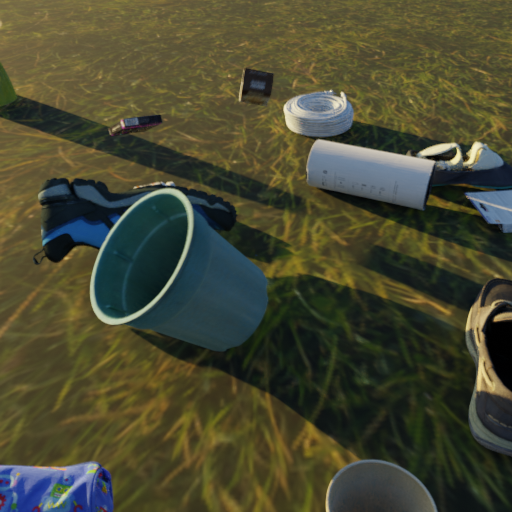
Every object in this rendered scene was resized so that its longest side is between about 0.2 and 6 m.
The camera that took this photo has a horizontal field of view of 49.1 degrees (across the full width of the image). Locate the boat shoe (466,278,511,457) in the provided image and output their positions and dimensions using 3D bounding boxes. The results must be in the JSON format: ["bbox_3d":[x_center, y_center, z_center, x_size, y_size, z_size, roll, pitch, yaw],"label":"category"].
[{"bbox_3d":[3.609,1.223,7.730,1.188,1.169,3.189,9,36,12],"label":"boat shoe"}]

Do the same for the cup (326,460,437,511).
[{"bbox_3d":[1.229,2.828,5.792,1.110,0.794,1.110,3,34,-2],"label":"cup"}]

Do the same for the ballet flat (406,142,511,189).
[{"bbox_3d":[4.596,-2.022,12.462,2.833,1.035,1.035,0,36,0],"label":"ballet flat"}]

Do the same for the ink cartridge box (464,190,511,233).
[{"bbox_3d":[5.106,-0.927,11.522,1.292,0.262,1.290,-3,36,-4],"label":"ink cartridge box"}]

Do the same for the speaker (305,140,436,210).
[{"bbox_3d":[2.447,-1.740,11.985,2.610,1.060,1.060,15,38,21],"label":"speaker"}]

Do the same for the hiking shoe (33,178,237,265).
[{"bbox_3d":[-2.119,-0.494,10.212,3.536,1.533,1.315,3,-2,-9],"label":"hiking shoe"}]

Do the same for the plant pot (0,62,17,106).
[{"bbox_3d":[-8.074,-5.401,16.673,1.456,1.556,1.456,0,36,0],"label":"plant pot"}]

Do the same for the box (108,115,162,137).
[{"bbox_3d":[-2.684,-2.877,12.365,0.858,0.217,1.200,-16,8,-29],"label":"box"}]

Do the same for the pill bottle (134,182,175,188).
[{"bbox_3d":[-2.136,-1.288,11.841,0.848,0.493,0.493,-15,38,-20],"label":"pill bottle"}]

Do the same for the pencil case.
[{"bbox_3d":[-2.567,2.648,6.043,2.023,0.789,0.878,1,61,-1],"label":"pencil case"}]

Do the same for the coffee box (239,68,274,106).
[{"bbox_3d":[-0.008,-3.089,10.317,0.558,0.389,0.975,8,2,-3],"label":"coffee box"}]

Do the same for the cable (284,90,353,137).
[{"bbox_3d":[1.697,-3.865,15.311,1.895,0.656,1.894,-5,37,-5],"label":"cable"}]

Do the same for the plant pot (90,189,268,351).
[{"bbox_3d":[-0.949,0.382,7.932,1.958,1.918,1.958,-24,49,31],"label":"plant pot"}]
